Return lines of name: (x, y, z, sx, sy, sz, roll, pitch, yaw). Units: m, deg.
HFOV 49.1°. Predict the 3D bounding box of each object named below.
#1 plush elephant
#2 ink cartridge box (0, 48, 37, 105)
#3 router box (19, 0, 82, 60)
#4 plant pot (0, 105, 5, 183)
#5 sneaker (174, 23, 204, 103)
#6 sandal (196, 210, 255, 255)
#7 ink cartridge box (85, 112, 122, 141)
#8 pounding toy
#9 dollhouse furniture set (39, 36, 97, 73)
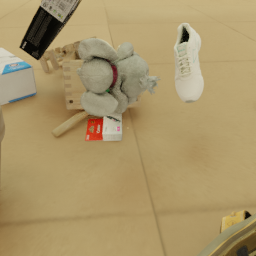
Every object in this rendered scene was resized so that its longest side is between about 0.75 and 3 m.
plush elephant: (-0.384, -0.998, 5.436, 1.385, 1.473, 1.789, 4, 11, -23)
ink cartridge box: (-4.624, -1.792, 9.567, 1.895, 1.111, 2.588, -25, 40, -34)
router box: (-1.909, -3.543, 8.061, 0.744, 2.912, 2.172, 35, 52, -20)
plant pot: (-3.224, 0.744, 4.829, 2.438, 2.115, 2.438, 0, 33, 0)
sneaker: (1.322, -1.522, 6.502, 0.675, 0.769, 1.920, -8, 73, 27)
sandal: (1.704, 1.830, 4.328, 2.918, 1.172, 0.788, -20, 17, -21)
ink cartridge box: (-0.656, -0.059, 7.753, 0.983, 0.247, 1.132, 0, 34, -2)
pounding toy: (-0.934, -1.184, 8.373, 2.485, 1.919, 2.699, -3, 23, -5)
dollhouse furniture set: (-2.042, -2.691, 11.222, 2.168, 1.411, 1.991, 2, 26, 44)
